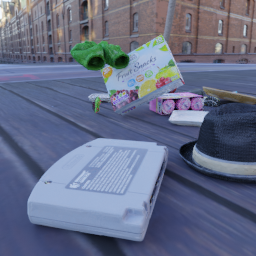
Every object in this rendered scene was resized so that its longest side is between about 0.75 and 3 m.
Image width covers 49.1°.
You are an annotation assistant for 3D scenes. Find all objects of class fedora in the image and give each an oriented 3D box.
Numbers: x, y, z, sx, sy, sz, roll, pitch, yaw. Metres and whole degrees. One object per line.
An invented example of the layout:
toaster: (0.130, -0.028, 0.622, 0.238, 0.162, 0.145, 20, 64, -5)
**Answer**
fedora: (2.562, 0.147, 6.295, 2.806, 1.282, 2.806, 0, 16, 0)

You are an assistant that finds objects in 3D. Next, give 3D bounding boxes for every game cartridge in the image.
game cartridge: (-0.388, 0.889, 5.140, 1.956, 0.594, 2.933, 8, 17, 13)

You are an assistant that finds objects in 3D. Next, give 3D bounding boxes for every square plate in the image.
square plate: (2.314, -0.340, 9.870, 1.584, 0.227, 1.599, 4, 16, 14)

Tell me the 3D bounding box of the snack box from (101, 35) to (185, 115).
snack box: (0.471, -1.890, 10.263, 2.655, 1.888, 0.703, -26, -23, 19)

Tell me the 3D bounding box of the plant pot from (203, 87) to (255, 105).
plant pot: (4.693, -1.467, 12.817, 2.614, 0.359, 2.614, 11, 11, -2)

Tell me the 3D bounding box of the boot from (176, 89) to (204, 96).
boot: (2.494, -1.418, 12.858, 1.595, 0.636, 1.754, -6, 3, 33)

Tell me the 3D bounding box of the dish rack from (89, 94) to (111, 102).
dish rack: (-1.225, -1.458, 13.629, 1.280, 0.279, 1.098, 2, 17, 5)

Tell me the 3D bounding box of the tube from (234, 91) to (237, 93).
tube: (5.466, -1.832, 15.107, 0.814, 0.205, 0.315, -6, 9, -3)

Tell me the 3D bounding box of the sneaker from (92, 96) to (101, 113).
sneaker: (-1.262, -0.921, 10.863, 0.337, 0.804, 0.309, 37, 49, 16)

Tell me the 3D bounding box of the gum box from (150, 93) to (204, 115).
gum box: (2.000, -1.019, 11.402, 1.975, 0.653, 1.121, -6, 16, -20)

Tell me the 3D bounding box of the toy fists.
toy fists: (-0.952, -2.534, 9.609, 2.131, 0.733, 1.086, -17, 44, -43)

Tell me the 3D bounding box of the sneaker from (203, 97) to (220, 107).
sneaker: (3.611, -1.225, 12.556, 1.129, 0.441, 0.510, 12, 18, 37)

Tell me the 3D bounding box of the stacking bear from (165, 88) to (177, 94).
stacking bear: (1.325, -1.828, 13.695, 1.804, 1.026, 1.095, -22, 52, -30)
